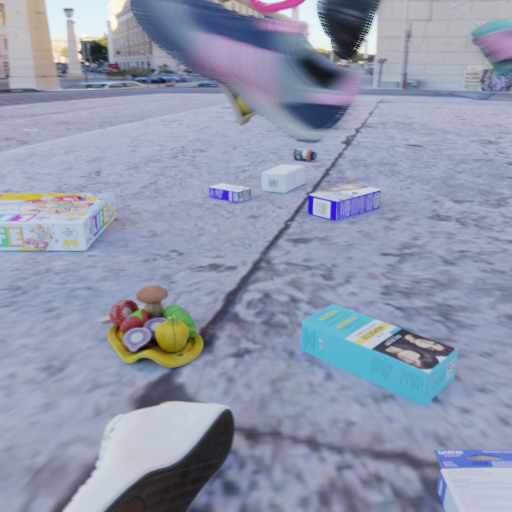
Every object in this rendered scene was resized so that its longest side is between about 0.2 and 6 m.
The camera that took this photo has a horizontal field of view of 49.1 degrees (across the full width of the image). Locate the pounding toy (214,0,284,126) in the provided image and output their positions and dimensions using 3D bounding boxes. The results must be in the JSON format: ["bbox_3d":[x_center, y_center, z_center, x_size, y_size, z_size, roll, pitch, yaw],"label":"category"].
[{"bbox_3d":[-0.249,-3.239,8.850,1.214,2.116,1.210,-12,21,45],"label":"pounding toy"}]

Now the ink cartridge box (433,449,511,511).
[{"bbox_3d":[1.817,1.909,3.962,0.794,0.279,1.331,0,24,-2],"label":"ink cartridge box"}]

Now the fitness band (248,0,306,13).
[{"bbox_3d":[0.247,-3.075,6.407,0.782,0.562,0.146,-4,55,21],"label":"fitness band"}]

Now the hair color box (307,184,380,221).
[{"bbox_3d":[1.867,-1.147,11.807,1.461,0.473,0.798,-16,25,-40],"label":"hair color box"}]

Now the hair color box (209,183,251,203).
[{"bbox_3d":[-0.601,-1.446,12.858,0.879,0.285,0.480,13,23,35],"label":"hair color box"}]

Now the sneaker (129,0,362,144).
[{"bbox_3d":[-0.037,-2.657,6.883,2.998,1.230,1.052,28,54,-17],"label":"sneaker"}]

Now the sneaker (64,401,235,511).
[{"bbox_3d":[-0.953,1.662,4.105,0.863,0.742,2.038,5,10,22],"label":"sneaker"}]

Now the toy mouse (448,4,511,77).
[{"bbox_3d":[1.660,-1.288,3.585,0.229,1.052,1.183,-40,3,24],"label":"toy mouse"}]

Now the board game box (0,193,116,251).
[{"bbox_3d":[-4.408,-0.676,10.430,3.077,0.527,2.068,0,21,0],"label":"board game box"}]

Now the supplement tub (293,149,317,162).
[{"bbox_3d":[1.492,-3.060,17.025,0.686,0.367,0.367,11,23,26],"label":"supplement tub"}]

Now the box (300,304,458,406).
[{"bbox_3d":[1.296,1.026,6.129,1.594,0.392,0.656,18,27,39],"label":"box"}]

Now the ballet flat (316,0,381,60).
[{"bbox_3d":[1.328,-3.525,8.349,0.793,0.927,2.791,20,14,2],"label":"ballet flat"}]

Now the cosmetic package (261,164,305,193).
[{"bbox_3d":[0.682,-1.919,13.810,0.676,0.486,1.198,8,23,25],"label":"cosmetic package"}]

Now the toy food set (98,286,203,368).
[{"bbox_3d":[-1.285,0.733,6.690,0.975,0.541,1.657,-13,24,-30],"label":"toy food set"}]
